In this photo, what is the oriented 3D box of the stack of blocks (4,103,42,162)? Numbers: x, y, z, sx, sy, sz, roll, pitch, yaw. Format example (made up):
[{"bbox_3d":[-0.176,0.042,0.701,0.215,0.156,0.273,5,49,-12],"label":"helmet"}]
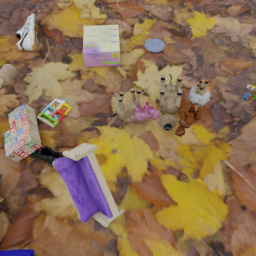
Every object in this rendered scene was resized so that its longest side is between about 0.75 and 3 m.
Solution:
[{"bbox_3d":[-3.663,0.127,9.613,1.030,0.524,1.788,-31,52,9],"label":"stack of blocks"}]

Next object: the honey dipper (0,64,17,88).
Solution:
[{"bbox_3d":[-4.010,-1.070,8.368,0.479,0.479,2.521,4,43,3],"label":"honey dipper"}]

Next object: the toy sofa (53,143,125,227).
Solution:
[{"bbox_3d":[-0.697,1.045,5.004,0.706,1.447,0.599,-29,17,-27],"label":"toy sofa"}]

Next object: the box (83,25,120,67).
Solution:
[{"bbox_3d":[-1.113,-3.516,11.975,1.507,0.828,1.713,-3,57,-2],"label":"box"}]

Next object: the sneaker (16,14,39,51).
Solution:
[{"bbox_3d":[-4.535,-4.330,12.519,0.923,0.797,2.106,-7,57,-4],"label":"sneaker"}]

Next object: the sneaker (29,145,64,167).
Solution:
[{"bbox_3d":[-2.767,0.813,9.222,1.585,0.827,0.476,23,61,14],"label":"sneaker"}]

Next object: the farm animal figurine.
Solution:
[{"bbox_3d":[1.213,-0.716,9.925,2.893,1.509,2.861,17,46,17],"label":"farm animal figurine"}]

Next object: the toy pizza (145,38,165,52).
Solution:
[{"bbox_3d":[1.188,-3.662,12.477,0.903,0.143,0.903,0,56,0],"label":"toy pizza"}]

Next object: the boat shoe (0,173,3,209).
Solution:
[{"bbox_3d":[-4.088,2.368,8.297,0.678,0.803,2.253,8,62,-3],"label":"boat shoe"}]

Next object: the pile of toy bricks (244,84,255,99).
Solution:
[{"bbox_3d":[5.108,-1.145,10.679,0.643,0.723,1.303,-8,35,-38],"label":"pile of toy bricks"}]

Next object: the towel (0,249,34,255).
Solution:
[{"bbox_3d":[-3.622,4.065,7.326,2.170,0.538,1.602,-4,58,-2],"label":"towel"}]

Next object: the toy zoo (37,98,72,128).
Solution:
[{"bbox_3d":[-2.706,-0.633,10.558,0.811,0.126,1.236,30,63,18],"label":"toy zoo"}]
